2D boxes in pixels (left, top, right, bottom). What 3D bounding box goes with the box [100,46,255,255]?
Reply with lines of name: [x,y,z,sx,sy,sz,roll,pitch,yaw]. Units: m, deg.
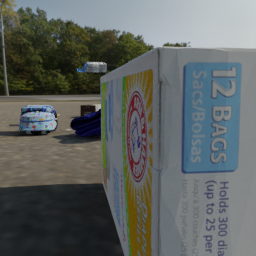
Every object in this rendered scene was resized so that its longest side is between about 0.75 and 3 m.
box: [0.525,0.189,2.473,1.318,1.462,2.600,-2,8,-10]

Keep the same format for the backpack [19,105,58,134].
backpack: [-2.815,-0.251,8.739,1.184,0.872,1.297,0,8,-9]

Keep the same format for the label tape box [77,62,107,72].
label tape box: [-1.443,-2.414,11.070,1.094,0.362,0.784,0,18,-14]

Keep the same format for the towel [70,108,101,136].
towel: [-0.148,-0.249,8.407,2.627,0.651,1.940,-10,-3,-43]

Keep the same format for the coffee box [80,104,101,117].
coffee box: [-1.755,-0.949,15.329,0.950,0.671,1.681,3,8,25]

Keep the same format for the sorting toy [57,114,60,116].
sorting toy: [-4.523,-0.749,15.819,1.130,0.166,0.835,1,7,4]
